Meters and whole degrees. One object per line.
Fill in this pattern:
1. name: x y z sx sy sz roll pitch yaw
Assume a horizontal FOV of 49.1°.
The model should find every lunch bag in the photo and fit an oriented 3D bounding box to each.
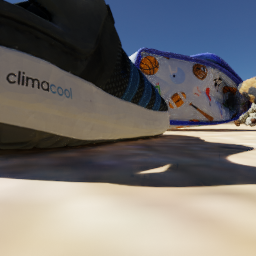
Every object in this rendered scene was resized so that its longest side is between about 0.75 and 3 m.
1. lunch bag: 0.881 -0.703 5.594 2.403 1.488 2.043 5 3 -19

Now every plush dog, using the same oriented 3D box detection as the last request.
1. plush dog: 4.175 -0.377 9.843 0.861 1.003 0.805 11 -27 30

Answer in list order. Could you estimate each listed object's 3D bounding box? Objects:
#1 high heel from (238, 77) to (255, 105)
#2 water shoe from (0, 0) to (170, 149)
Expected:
1. high heel: 2.317 -0.461 2.730 2.581 0.921 1.840 11 -1 31
2. water shoe: -0.217 -0.428 1.952 0.914 1.008 2.555 0 1 14
